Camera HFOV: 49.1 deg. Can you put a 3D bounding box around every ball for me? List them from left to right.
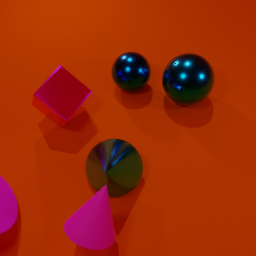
[{"bbox_3d":[0.086,-1.519,7.601,1.077,1.077,1.077,0,55,0],"label":"ball"},{"bbox_3d":[1.551,-1.257,7.270,1.336,1.336,1.336,0,55,0],"label":"ball"}]

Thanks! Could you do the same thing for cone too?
[{"bbox_3d":[-3.306,1.751,5.394,1.577,1.571,1.571,-38,59,10],"label":"cone"},{"bbox_3d":[-0.536,1.441,4.989,0.962,0.966,0.962,18,12,-4],"label":"cone"},{"bbox_3d":[-0.353,0.820,5.534,1.283,1.288,1.283,0,85,4],"label":"cone"}]

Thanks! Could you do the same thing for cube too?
[{"bbox_3d":[-1.629,-0.729,6.823,0.968,0.968,0.968,40,69,-11],"label":"cube"}]
